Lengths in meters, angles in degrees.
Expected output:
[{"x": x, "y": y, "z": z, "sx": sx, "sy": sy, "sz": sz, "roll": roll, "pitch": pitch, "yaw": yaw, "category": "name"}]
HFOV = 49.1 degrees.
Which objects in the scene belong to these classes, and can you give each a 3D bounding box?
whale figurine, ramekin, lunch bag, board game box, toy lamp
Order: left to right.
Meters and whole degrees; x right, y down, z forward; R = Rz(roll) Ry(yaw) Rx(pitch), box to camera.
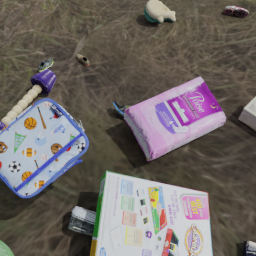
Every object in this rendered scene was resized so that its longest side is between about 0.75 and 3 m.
[{"x": -4.015, "y": 3.665, "z": 6.521, "sx": 2.497, "sy": 1.220, "sz": 2.497, "roll": 0, "pitch": 55, "yaw": 0, "category": "ramekin"}, {"x": -3.649, "y": -0.978, "z": 9.981, "sx": 0.867, "sy": 0.867, "sz": 2.978, "roll": 25, "pitch": 59, "yaw": 16, "category": "toy lamp"}, {"x": -2.090, "y": 0.472, "z": 6.793, "sx": 2.256, "sy": 0.853, "sz": 1.808, "roll": -41, "pitch": 94, "yaw": -7, "category": "lunch bag"}, {"x": 0.664, "y": 2.525, "z": 7.138, "sx": 2.994, "sy": 0.604, "sz": 2.291, "roll": 15, "pitch": 55, "yaw": -12, "category": "board game box"}, {"x": 1.474, "y": -5.334, "z": 13.136, "sx": 1.548, "sy": 0.803, "sz": 1.231, "roll": 9, "pitch": 66, "yaw": -22, "category": "whale figurine"}]

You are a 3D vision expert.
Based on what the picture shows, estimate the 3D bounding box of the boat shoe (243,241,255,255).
[{"x": 3.578, "y": 3.392, "z": 7.249, "sx": 1.184, "sy": 0.442, "sz": 0.549, "roll": 13, "pitch": 63, "yaw": 18, "category": "boat shoe"}]

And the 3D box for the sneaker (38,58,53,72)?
[{"x": -3.346, "y": -2.611, "z": 11.403, "sx": 0.303, "sy": 0.332, "sz": 0.820, "roll": 22, "pitch": 58, "yaw": 14, "category": "sneaker"}]

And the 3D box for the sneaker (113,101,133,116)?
[{"x": 0.028, "y": -0.615, "z": 9.910, "sx": 1.238, "sy": 0.439, "sz": 0.513, "roll": 28, "pitch": 81, "yaw": 11, "category": "sneaker"}]

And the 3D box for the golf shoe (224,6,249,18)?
[{"x": 5.239, "y": -5.659, "z": 13.464, "sx": 1.121, "sy": 0.407, "sz": 0.516, "roll": 16, "pitch": 57, "yaw": 11, "category": "golf shoe"}]

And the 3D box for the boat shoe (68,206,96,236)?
[{"x": -0.658, "y": 2.767, "z": 7.556, "sx": 1.966, "sy": 0.709, "sz": 0.697, "roll": 20, "pitch": 83, "yaw": 8, "category": "boat shoe"}]

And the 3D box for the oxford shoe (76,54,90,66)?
[{"x": -1.863, "y": -2.892, "z": 11.617, "sx": 0.282, "sy": 0.300, "sz": 0.801, "roll": -39, "pitch": 64, "yaw": -23, "category": "oxford shoe"}]

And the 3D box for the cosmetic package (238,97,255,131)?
[{"x": 4.867, "y": -0.228, "z": 9.562, "sx": 0.936, "sy": 0.661, "sz": 1.808, "roll": -38, "pitch": 63, "yaw": -23, "category": "cosmetic package"}]

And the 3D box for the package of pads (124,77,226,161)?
[{"x": 1.521, "y": -0.298, "z": 9.177, "sx": 2.976, "sy": 1.126, "sz": 1.793, "roll": -24, "pitch": 75, "yaw": -16, "category": "package of pads"}]
